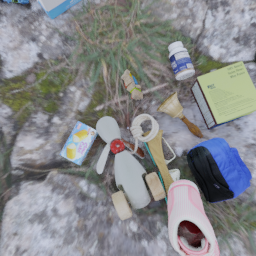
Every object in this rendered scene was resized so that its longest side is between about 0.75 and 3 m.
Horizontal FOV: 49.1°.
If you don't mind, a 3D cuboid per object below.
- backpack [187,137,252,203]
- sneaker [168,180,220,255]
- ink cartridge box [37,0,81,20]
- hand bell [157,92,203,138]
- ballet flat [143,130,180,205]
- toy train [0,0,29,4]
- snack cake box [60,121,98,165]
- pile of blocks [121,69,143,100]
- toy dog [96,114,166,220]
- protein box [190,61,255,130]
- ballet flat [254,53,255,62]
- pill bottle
[{"bbox_3d":[2.363,1.028,7.445,1.276,1.235,1.520,-24,79,-33],"label":"backpack"},{"bbox_3d":[1.525,2.688,6.460,1.030,1.430,2.736,-14,112,12],"label":"sneaker"},{"bbox_3d":[-2.274,-4.567,7.884,1.425,2.275,1.462,-35,82,-6],"label":"ink cartridge box"},{"bbox_3d":[1.614,-0.261,8.038,1.483,0.772,0.772,44,82,-6],"label":"hand bell"},{"bbox_3d":[1.041,1.055,7.618,0.691,0.753,2.194,-21,81,3],"label":"ballet flat"},{"bbox_3d":[-3.641,-4.213,8.687,1.125,0.488,0.643,8,110,9],"label":"toy train"},{"bbox_3d":[-1.375,0.437,7.947,0.623,0.364,1.083,26,81,6],"label":"snack cake box"},{"bbox_3d":[0.107,-1.231,8.327,0.322,0.425,1.035,-37,67,37],"label":"pile of blocks"},{"bbox_3d":[0.005,1.078,7.579,1.822,1.330,2.762,-4,65,3],"label":"toy dog"},{"bbox_3d":[2.719,-0.885,7.894,1.373,0.933,1.383,-20,80,-4],"label":"protein box"},{"bbox_3d":[4.285,-2.435,8.554,1.262,0.359,0.420,-41,54,-12],"label":"ballet flat"},{"bbox_3d":[1.547,-1.990,8.284,0.574,0.574,1.035,-16,80,-3],"label":"pill bottle"}]
